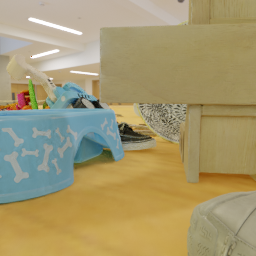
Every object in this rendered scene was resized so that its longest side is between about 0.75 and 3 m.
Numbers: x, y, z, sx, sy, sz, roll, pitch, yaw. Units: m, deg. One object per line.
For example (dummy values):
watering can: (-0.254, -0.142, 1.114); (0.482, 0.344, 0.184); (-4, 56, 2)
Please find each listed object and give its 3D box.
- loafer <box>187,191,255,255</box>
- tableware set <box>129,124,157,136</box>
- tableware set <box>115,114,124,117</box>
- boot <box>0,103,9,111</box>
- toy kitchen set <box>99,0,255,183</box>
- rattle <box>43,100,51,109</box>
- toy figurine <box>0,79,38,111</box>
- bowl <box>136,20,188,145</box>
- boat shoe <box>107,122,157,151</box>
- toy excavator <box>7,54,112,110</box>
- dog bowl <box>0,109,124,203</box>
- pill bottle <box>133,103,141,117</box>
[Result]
loafer: (0.853, 0.437, 1.350); (1.288, 0.450, 0.449); (-12, 17, -33)
tableware set: (0.540, -0.032, 7.094); (1.645, 0.228, 1.969); (4, 7, 36)
tableware set: (-0.708, -0.628, 13.927); (0.853, 0.119, 1.022); (-2, 6, -24)
boot: (-5.103, -0.568, 10.101); (2.610, 0.904, 2.272); (11, 7, 23)
toy kitchen set: (0.632, -0.527, 3.273); (1.570, 1.924, 1.736); (2, 6, 8)
rattle: (-1.951, -0.444, 9.500); (1.836, 1.195, 1.311); (26, 7, -22)
toy figurine: (-3.779, -0.583, 8.808); (1.780, 1.452, 1.934); (-11, -14, -14)
bowl: (1.411, -0.744, 5.323); (2.374, 2.374, 1.114); (3, -11, 31)
boat shoe: (-0.171, 0.112, 4.547); (1.338, 0.426, 0.473); (3, 6, 29)
toy excavator: (-1.313, -0.607, 5.279); (1.588, 0.793, 1.544); (51, 23, 21)
dog bowl: (-1.009, 0.124, 3.268); (1.487, 0.662, 2.669); (2, 5, 21)
pill bottle: (1.121, -1.026, 13.755); (0.931, 0.931, 1.704); (5, 8, 42)
